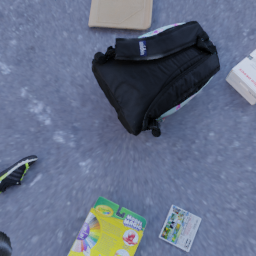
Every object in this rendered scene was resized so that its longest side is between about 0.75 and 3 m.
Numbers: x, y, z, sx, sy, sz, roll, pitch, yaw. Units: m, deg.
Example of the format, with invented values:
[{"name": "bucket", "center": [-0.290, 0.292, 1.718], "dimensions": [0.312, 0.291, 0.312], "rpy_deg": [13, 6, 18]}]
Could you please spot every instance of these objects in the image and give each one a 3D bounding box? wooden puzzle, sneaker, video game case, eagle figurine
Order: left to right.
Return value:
[{"name": "eagle figurine", "center": [-1.725, 2.068, 3.615], "dimensions": [0.936, 0.931, 1.234], "rpy_deg": [-33, 33, -31]}, {"name": "sneaker", "center": [-2.879, 1.208, 7.312], "dimensions": [1.314, 0.471, 0.544], "rpy_deg": [-33, 99, -9]}, {"name": "wooden puzzle", "center": [-0.201, -3.895, 8.858], "dimensions": [1.951, 0.363, 1.805], "rpy_deg": [3, 73, 6]}, {"name": "video game case", "center": [1.310, 2.504, 7.023], "dimensions": [0.800, 0.097, 0.878], "rpy_deg": [25, 76, 7]}]

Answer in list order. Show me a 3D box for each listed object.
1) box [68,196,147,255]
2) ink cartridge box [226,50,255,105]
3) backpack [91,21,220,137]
[{"name": "box", "center": [-0.634, 2.999, 6.632], "dimensions": [1.417, 0.584, 2.416], "rpy_deg": [25, 77, 8]}, {"name": "ink cartridge box", "center": [3.767, -1.579, 7.961], "dimensions": [1.547, 0.653, 1.120], "rpy_deg": [-39, 77, -11]}, {"name": "backpack", "center": [0.761, -1.462, 7.178], "dimensions": [2.932, 1.856, 2.446], "rpy_deg": [-33, 108, -9]}]
